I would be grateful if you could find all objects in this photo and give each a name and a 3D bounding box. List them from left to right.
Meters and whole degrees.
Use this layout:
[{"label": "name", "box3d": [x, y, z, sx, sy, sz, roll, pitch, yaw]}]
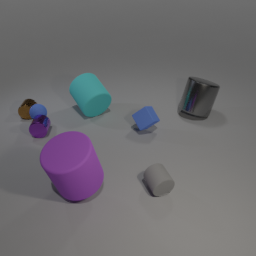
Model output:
[{"label": "cylinder", "box3d": [-4.395, -0.837, 12.342, 0.700, 0.700, 0.700, -1, 31, -2]}, {"label": "ball", "box3d": [-3.694, -0.643, 11.541, 0.700, 0.700, 0.700, 0, 30, 0]}, {"label": "cylinder", "box3d": [-3.467, -0.070, 11.038, 0.700, 0.700, 0.700, -1, 30, -2]}, {"label": "cylinder", "box3d": [-1.495, 1.045, 7.701, 1.400, 1.400, 1.400, -7, 46, 7]}, {"label": "cylinder", "box3d": [-1.652, -1.447, 12.296, 1.400, 1.400, 1.400, -20, 58, -30]}, {"label": "cube", "box3d": [0.713, -0.393, 11.065, 0.700, 0.700, 0.700, -33, -9, 24]}, {"label": "cylinder", "box3d": [0.906, 1.523, 8.243, 0.700, 0.700, 0.700, -12, 41, -19]}, {"label": "cylinder", "box3d": [3.106, -1.377, 12.259, 1.400, 1.400, 1.400, 14, 21, -5]}]
